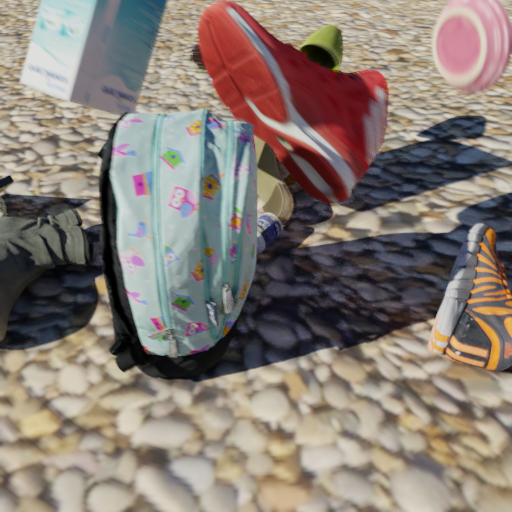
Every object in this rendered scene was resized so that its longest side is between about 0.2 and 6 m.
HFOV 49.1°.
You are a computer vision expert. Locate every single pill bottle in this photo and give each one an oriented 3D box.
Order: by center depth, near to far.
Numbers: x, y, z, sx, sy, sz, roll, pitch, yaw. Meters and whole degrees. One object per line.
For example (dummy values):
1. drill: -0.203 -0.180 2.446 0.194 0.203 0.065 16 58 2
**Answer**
1. pill bottle: 0.041 -0.347 9.857 0.492 0.492 0.886 23 45 26

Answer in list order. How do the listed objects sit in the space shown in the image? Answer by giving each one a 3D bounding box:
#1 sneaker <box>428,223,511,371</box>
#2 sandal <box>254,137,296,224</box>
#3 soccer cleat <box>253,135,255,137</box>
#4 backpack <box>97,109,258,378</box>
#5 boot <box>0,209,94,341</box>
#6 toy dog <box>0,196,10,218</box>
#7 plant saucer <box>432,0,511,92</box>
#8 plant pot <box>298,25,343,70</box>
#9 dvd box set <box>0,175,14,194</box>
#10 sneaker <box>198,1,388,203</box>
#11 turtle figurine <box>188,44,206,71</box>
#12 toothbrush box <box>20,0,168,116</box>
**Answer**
1. sneaker: 3.596 0.671 8.370 1.481 1.026 2.644 19 53 16
2. sandal: 0.487 -1.476 11.207 0.814 0.907 2.473 14 40 -28
3. soccer cleat: 0.550 -3.065 12.886 2.031 0.877 0.709 18 43 22
4. backpack: -1.014 -0.341 7.578 2.115 3.342 2.789 -3 38 -7
5. boot: -3.541 0.117 8.971 1.867 0.968 2.858 -9 40 -15
6. toy dog: -4.828 -0.800 10.485 0.370 0.514 0.530 -28 69 -12
7. plant saucer: 3.196 -3.218 8.529 0.372 1.466 1.466 -19 43 -20
8. plant pot: 1.389 -4.206 11.413 0.939 0.939 1.004 15 57 17
9. dvd box set: -5.136 -1.142 10.567 1.162 0.171 0.850 -15 19 49
10. sneaker: 0.683 -2.486 8.098 1.857 3.215 1.259 -50 27 -25
11. turtle figurine: -0.795 -3.381 9.357 0.566 1.125 0.842 -28 84 -11
12. toothbrush box: -2.367 -3.418 8.517 0.971 2.276 1.666 22 12 18
